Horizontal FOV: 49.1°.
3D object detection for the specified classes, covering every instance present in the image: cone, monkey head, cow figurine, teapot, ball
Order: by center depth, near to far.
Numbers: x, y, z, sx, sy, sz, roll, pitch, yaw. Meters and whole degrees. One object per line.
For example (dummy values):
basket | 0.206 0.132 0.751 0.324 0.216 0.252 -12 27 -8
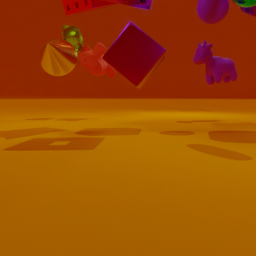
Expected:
cone | -1.765 -1.825 6.638 0.959 0.959 0.962 0 -4 0
ball | 2.274 -3.230 7.508 0.830 0.830 0.830 0 6 0
cow figurine | 3.209 -2.413 10.307 1.610 1.584 0.884 -10 3 -19
monkey head | -1.211 -2.757 11.105 1.818 1.308 1.096 42 23 5
teapot | -2.327 -3.591 11.537 0.833 1.701 1.057 -18 -21 -17

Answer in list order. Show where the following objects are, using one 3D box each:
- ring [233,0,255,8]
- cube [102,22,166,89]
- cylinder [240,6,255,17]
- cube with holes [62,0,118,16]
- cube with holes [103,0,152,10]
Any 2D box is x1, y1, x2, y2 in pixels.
ring | 2.506 -3.001 5.324 0.275 1.375 1.375 12 1 -24
cube | 0.195 -1.873 7.491 1.159 1.159 1.159 39 7 1
cylinder | 3.740 -3.598 7.121 1.349 1.349 1.349 5 36 -3
cube with holes | -1.160 -3.956 7.958 1.123 1.123 1.123 5 28 39
cube with holes | 0.061 -3.709 6.234 1.286 1.286 1.286 12 -16 0
